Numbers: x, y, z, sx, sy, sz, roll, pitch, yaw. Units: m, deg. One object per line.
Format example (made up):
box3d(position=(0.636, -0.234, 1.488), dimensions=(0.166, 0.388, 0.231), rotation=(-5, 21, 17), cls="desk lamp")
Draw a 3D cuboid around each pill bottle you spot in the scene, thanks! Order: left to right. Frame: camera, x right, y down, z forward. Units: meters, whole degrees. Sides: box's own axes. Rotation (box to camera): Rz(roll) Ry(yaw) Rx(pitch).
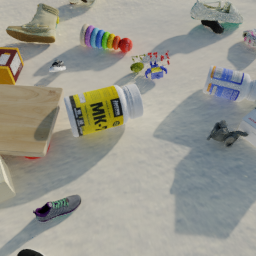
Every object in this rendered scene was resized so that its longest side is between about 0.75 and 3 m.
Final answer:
box3d(position=(-0.734, -0.593, 8.583), dimensions=(2.212, 1.264, 1.264), rotation=(-16, 53, -10), cls="pill bottle")
box3d(position=(3.525, -1.462, 9.530), dimensions=(1.733, 0.971, 0.971), rotation=(17, 54, 12), cls="pill bottle")

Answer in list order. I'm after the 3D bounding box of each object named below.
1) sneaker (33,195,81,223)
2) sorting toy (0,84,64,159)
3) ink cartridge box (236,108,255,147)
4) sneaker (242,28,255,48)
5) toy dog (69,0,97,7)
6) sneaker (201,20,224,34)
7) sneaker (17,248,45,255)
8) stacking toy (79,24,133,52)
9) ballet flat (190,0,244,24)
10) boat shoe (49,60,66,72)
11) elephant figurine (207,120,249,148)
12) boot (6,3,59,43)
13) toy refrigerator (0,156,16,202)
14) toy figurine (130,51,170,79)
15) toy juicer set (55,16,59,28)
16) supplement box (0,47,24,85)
box3d(position=(-1.761, 1.995, 7.084), dimensions=(1.209, 0.529, 0.450), rotation=(-25, 56, -18), cls="sneaker")
box3d(position=(-3.386, -0.124, 8.529), dimensions=(2.495, 0.868, 2.480), rotation=(4, 52, 3), cls="sorting toy")
box3d(position=(4.376, -0.120, 8.628), dimensions=(1.674, 0.706, 1.223), rotation=(-32, 58, -23), cls="ink cartridge box")
box3d(position=(5.115, -3.587, 11.505), dimensions=(0.604, 0.557, 1.368), rotation=(-6, 44, -4), cls="sneaker")
box3d(position=(-2.232, -6.414, 13.552), dimensions=(1.417, 0.989, 1.374), rotation=(-3, 86, -4), cls="toy dog")
box3d(position=(3.852, -4.617, 12.345), dimensions=(0.548, 0.474, 1.252), rotation=(-24, 56, -24), cls="sneaker")
box3d(position=(-1.869, 3.101, 5.948), dimensions=(1.684, 0.942, 0.615), rotation=(35, 60, 25), cls="sneaker")
box3d(position=(-0.835, -3.539, 11.276), dimensions=(2.100, 0.896, 0.896), rotation=(15, 53, 6), cls="stacking toy")
box3d(position=(3.991, -5.047, 12.092), dimensions=(2.675, 0.960, 0.960), rotation=(-2, 51, -16), cls="ballet flat")
box3d(position=(-2.560, -2.256, 10.097), dimensions=(0.426, 0.403, 1.188), rotation=(-9, 15, 10), cls="boat shoe")
box3d(position=(2.985, 0.260, 8.367), dimensions=(0.939, 0.728, 0.664), rotation=(37, 58, -19), cls="elephant figurine")
box3d(position=(-3.933, -4.401, 11.642), dimensions=(1.992, 0.725, 1.548), rotation=(5, 77, -1), cls="boot")
box3d(position=(-4.446, 1.676, 7.062), dimensions=(2.734, 0.957, 1.038), rotation=(-22, 55, -16), cls="toy refrigerator")
box3d(position=(0.903, -2.163, 10.232), dimensions=(1.521, 0.802, 0.911), rotation=(-10, 58, -6), cls="toy figurine")
box3d(position=(-3.561, -4.430, 12.213), dimensions=(0.957, 0.409, 1.504), rotation=(0, 52, -1), cls="toy juicer set")
box3d(position=(-4.669, -2.282, 10.266), dimensions=(1.195, 0.804, 1.211), rotation=(3, 52, 3), cls="supplement box")
